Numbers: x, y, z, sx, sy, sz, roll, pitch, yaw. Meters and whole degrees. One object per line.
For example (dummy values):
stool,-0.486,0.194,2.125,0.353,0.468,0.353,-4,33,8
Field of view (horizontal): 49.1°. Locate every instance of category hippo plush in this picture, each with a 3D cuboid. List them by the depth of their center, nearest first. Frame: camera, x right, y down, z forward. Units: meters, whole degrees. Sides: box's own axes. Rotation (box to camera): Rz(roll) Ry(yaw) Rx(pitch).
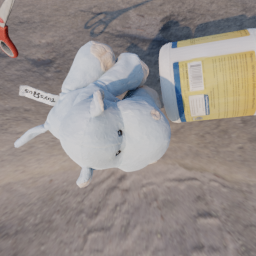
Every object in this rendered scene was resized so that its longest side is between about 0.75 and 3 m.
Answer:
hippo plush,-0.468,-0.388,4.911,2.928,2.332,2.354,6,10,-17

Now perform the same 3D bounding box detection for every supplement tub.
supplement tub,2.069,-1.122,6.159,2.536,1.834,1.834,-5,49,15

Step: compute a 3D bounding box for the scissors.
scissors,-2.896,-2.391,6.168,1.067,2.917,0.203,40,69,-9
